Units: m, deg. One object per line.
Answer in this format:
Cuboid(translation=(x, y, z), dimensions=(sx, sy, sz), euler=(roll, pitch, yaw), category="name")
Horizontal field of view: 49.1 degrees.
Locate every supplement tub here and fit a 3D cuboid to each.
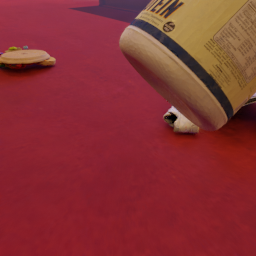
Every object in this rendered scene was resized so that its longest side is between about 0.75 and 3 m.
Cuboid(translation=(0.808, -0.862, 2.261), dimensions=(1.536, 1.114, 1.114), euler=(-46, 39, 4), category="supplement tub")

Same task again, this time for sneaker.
Cuboid(translation=(1.360, -0.449, 7.701), dimensions=(0.842, 0.661, 1.695), euler=(-5, 31, -2), category="sneaker")

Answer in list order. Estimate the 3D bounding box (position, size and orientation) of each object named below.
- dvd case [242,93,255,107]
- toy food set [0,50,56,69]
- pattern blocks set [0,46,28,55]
Cuboid(translation=(3.230, -0.790, 7.743), dimensions=(2.470, 0.197, 1.837), euler=(-16, 2, -24), category="dvd case")
Cuboid(translation=(-4.211, -2.824, 11.517), dimensions=(2.039, 0.501, 2.060), euler=(20, 33, 36), category="toy food set")
Cuboid(translation=(-4.947, -3.313, 12.197), dimensions=(1.233, 0.100, 1.083), euler=(-16, -1, -18), category="pattern blocks set")
